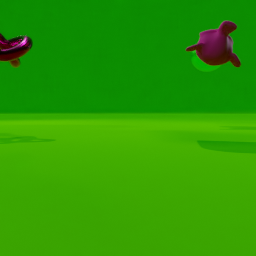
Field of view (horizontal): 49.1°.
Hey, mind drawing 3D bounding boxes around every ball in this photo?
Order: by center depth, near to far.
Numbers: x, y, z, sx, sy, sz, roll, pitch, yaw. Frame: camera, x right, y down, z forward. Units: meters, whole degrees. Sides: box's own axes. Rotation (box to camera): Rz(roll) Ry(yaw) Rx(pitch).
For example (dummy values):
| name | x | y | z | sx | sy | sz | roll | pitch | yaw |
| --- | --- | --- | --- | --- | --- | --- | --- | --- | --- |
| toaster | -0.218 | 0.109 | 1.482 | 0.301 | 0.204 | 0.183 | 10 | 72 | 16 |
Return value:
| name | x | y | z | sx | sy | sz | roll | pitch | yaw |
| --- | --- | --- | --- | --- | --- | --- | --- | --- | --- |
| ball | 2.573 | -2.385 | 9.033 | 1.122 | 1.122 | 1.122 | 0 | 3 | 0 |

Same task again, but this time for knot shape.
| name | x | y | z | sx | sy | sz | roll | pitch | yaw |
| --- | --- | --- | --- | --- | --- | --- | --- | --- | --- |
| knot shape | -2.295 | -1.452 | 4.995 | 1.244 | 0.575 | 1.164 | 12 | 3 | -7 |

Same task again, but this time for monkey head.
| name | x | y | z | sx | sy | sz | roll | pitch | yaw |
| --- | --- | --- | --- | --- | --- | --- | --- | --- | --- |
| monkey head | 2.538 | -2.335 | 7.883 | 1.681 | 1.013 | 1.209 | 15 | -13 | -8 |
